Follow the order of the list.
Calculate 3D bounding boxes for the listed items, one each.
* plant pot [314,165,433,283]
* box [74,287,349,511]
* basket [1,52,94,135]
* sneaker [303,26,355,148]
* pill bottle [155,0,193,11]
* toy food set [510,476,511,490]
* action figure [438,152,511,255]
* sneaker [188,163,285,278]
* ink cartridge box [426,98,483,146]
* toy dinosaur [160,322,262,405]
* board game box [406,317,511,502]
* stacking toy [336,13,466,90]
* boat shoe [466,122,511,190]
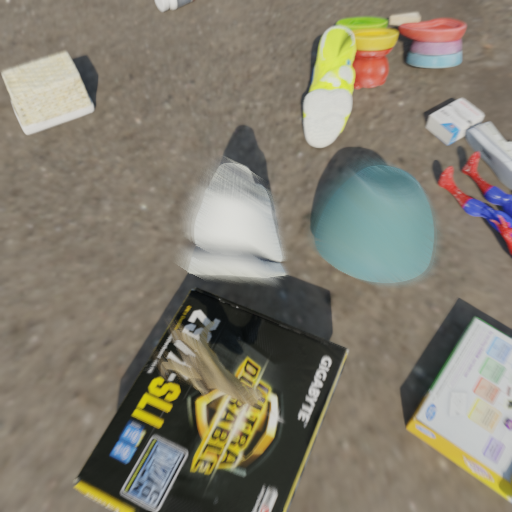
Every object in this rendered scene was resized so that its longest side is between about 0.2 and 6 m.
[{"bbox_3d":[1.879,-0.642,8.547,1.829,1.232,1.829,3,38,-2],"label":"plant pot"},{"bbox_3d":[-0.419,2.016,6.866,2.287,0.707,2.865,20,58,15],"label":"box"},{"bbox_3d":[-4.064,-3.183,10.887,1.447,0.893,0.981,-25,60,-14],"label":"basket"},{"bbox_3d":[1.438,-3.172,10.988,0.888,1.232,2.346,14,88,1],"label":"sneaker"},{"bbox_3d":[-1.862,-6.017,12.912,0.901,0.539,0.539,-35,64,-20],"label":"pill bottle"},{"bbox_3d":[3.898,2.640,6.719,1.841,0.601,1.083,-38,65,-22],"label":"toy food set"},{"bbox_3d":[4.380,-0.472,9.289,1.005,0.794,3.072,-26,64,-19],"label":"action figure"},{"bbox_3d":[-0.176,-0.371,7.668,1.226,3.209,1.292,1,89,0],"label":"sneaker"},{"bbox_3d":[3.838,-2.597,10.827,0.854,0.360,0.617,-30,62,-18],"label":"ink cartridge box"},{"bbox_3d":[-0.588,1.210,6.295,0.525,0.912,1.804,-61,30,6],"label":"toy dinosaur"},{"bbox_3d":[3.641,2.292,7.610,2.526,0.509,1.932,33,63,19],"label":"board game box"},{"bbox_3d":[2.914,-4.366,11.909,2.559,1.081,2.316,-8,32,-9],"label":"stacking toy"},{"bbox_3d":[4.592,-1.863,10.189,0.708,0.613,1.660,-29,53,3],"label":"boat shoe"}]
